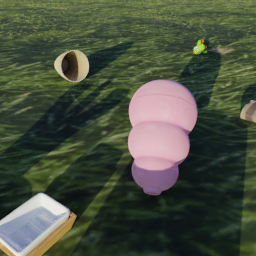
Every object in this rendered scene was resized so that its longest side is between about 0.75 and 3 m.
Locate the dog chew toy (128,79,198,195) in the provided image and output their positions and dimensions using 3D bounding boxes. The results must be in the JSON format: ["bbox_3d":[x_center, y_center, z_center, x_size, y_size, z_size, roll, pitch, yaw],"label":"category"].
[{"bbox_3d":[0.676,0.200,6.020,1.514,1.514,2.431,6,68,10],"label":"dog chew toy"}]

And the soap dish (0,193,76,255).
[{"bbox_3d":[-1.606,1.722,4.791,0.923,0.477,1.173,21,36,30],"label":"soap dish"}]

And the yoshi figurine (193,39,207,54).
[{"bbox_3d":[3.727,-4.110,14.231,0.692,0.690,1.231,20,39,18],"label":"yoshi figurine"}]

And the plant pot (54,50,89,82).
[{"bbox_3d":[-2.413,-2.519,11.262,1.208,1.208,1.290,-22,26,-31],"label":"plant pot"}]

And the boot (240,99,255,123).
[{"bbox_3d":[3.978,-0.271,8.003,1.447,0.695,1.979,13,33,33],"label":"boot"}]
